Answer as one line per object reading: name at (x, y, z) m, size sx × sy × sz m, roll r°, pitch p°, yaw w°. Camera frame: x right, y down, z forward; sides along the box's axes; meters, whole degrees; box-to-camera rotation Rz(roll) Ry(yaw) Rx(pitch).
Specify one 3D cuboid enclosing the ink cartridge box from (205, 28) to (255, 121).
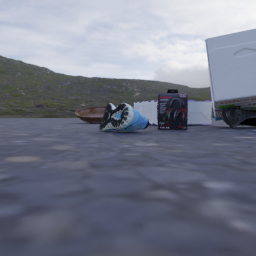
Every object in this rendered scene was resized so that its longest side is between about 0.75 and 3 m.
ink cartridge box at (3.690, -1.579, 9.042) m, size 2.034 × 2.025 × 2.773 m, roll -7°, pitch -13°, yaw 18°

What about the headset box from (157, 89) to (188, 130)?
headset box at (1.240, -0.520, 7.851) m, size 0.833 × 1.121 × 0.421 m, roll 1°, pitch 2°, yaw 4°

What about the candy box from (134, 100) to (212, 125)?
candy box at (1.844, -0.672, 12.346) m, size 2.432 × 1.037 × 2.899 m, roll -1°, pitch 3°, yaw -17°

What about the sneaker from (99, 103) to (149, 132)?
sneaker at (-0.114, -0.143, 6.853) m, size 0.838 × 0.730 × 1.863 m, roll 20°, pitch -3°, yaw -24°

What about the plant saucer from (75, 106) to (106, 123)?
plant saucer at (-1.504, -0.679, 14.755) m, size 2.510 × 0.459 × 2.510 m, roll -3°, pitch 16°, yaw 1°

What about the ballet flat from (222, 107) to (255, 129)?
ballet flat at (3.861, -0.196, 8.803) m, size 2.389 × 0.679 × 0.794 m, roll 3°, pitch -31°, yaw -29°
